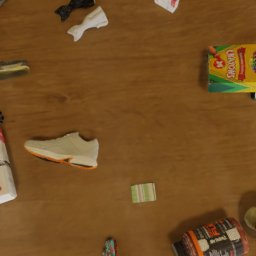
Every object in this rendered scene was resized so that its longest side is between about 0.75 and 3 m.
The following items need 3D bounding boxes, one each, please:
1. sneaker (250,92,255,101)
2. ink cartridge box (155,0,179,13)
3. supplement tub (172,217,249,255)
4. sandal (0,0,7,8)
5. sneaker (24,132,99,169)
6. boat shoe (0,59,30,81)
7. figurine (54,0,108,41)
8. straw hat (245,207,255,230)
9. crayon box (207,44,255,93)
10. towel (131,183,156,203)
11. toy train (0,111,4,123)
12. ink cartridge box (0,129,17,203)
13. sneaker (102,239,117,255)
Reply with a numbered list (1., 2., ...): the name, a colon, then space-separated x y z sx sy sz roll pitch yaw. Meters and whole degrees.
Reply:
1. sneaker: 4.927 -1.664 10.011 0.739 0.556 1.581 16 76 9
2. ink cartridge box: 1.477 -4.874 10.614 0.849 0.616 0.354 33 79 6
3. supplement tub: 2.503 3.628 8.684 2.138 1.144 1.144 -18 79 -4
4. sandal: -5.020 -5.332 10.678 0.999 0.667 2.445 34 81 6
5. sneaker: -2.176 0.620 9.483 2.481 0.939 1.141 13 72 -5
6. boat shoe: -4.438 -2.130 10.119 1.724 0.616 0.567 -9 71 -4
7. figurine: -1.781 -4.220 10.541 1.547 0.683 1.586 -33 81 2
8. straw hat: 4.149 2.933 9.054 0.626 1.478 1.478 11 75 44
9. crayon box: 4.046 -2.063 9.641 2.510 0.638 1.593 0 66 13
10. towel: 0.523 2.194 9.501 0.803 0.123 0.599 -7 77 1
11. toy train: -4.868 -0.843 10.002 0.369 0.274 1.609 -27 80 -2
12. ink cartridge box: -4.849 1.284 8.966 1.814 1.053 2.514 -17 75 -14
13. sneaker: -0.588 4.103 9.031 0.458 0.380 0.958 -6 71 11
